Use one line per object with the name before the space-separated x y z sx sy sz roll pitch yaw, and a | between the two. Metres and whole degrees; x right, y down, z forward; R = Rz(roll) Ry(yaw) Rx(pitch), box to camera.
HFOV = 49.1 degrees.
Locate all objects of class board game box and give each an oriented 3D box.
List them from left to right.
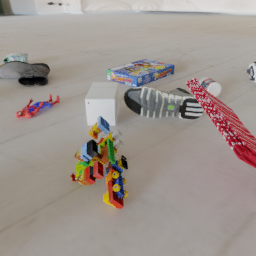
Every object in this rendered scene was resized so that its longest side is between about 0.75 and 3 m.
board game box | 0.587 -2.486 12.359 1.770 0.451 2.615 23 35 37

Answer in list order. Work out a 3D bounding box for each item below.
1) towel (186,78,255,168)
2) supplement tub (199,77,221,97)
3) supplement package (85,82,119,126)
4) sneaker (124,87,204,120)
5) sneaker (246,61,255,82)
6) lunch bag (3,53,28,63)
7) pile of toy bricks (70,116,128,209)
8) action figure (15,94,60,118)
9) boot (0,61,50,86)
towel | 2.192 0.009 5.616 1.743 0.271 2.410 27 28 -33
supplement tub | 3.010 -1.514 10.352 0.572 0.572 0.815 -7 28 -12
supplement package | -0.745 -0.770 8.590 0.865 0.868 1.479 1 27 3
sneaker | 1.107 -0.892 8.987 2.454 0.921 1.417 11 23 0
sneaker | 5.243 -2.090 11.150 2.210 0.882 1.438 -22 33 -37
lunch bag | -5.571 -3.369 13.884 1.058 0.645 0.902 1 28 -9
pile of toy bricks | -0.733 0.734 5.793 1.053 1.183 2.132 -34 34 18
action figure | -2.946 -0.700 9.007 0.555 0.439 1.698 16 34 23
boot | -4.387 -2.224 11.610 2.200 0.768 1.448 -6 33 -3
